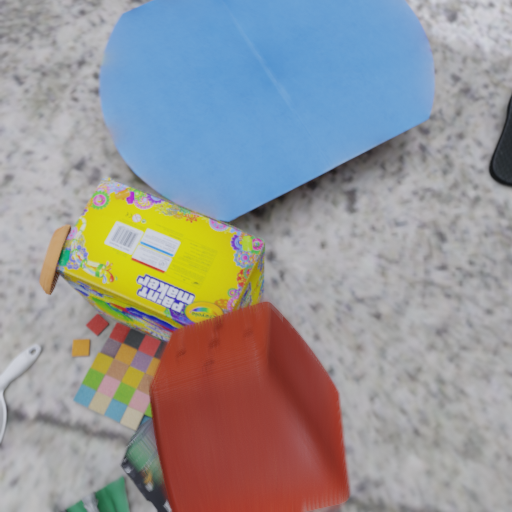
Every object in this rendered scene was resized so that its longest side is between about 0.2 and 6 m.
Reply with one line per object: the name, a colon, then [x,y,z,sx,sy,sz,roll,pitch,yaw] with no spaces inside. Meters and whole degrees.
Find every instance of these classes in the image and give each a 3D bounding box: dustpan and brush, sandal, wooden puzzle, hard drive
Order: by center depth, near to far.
hard drive: [-1.337,3.069,7.808,0.328,1.732,1.210,-33,72,-34]
dustpan and brush: [-4.371,2.318,8.747,1.710,0.701,2.450,42,81,6]
wooden puzzle: [-1.998,1.972,9.051,2.413,0.170,1.431,22,71,8]
sandal: [5.097,-2.502,10.612,0.992,0.632,2.640,27,84,9]

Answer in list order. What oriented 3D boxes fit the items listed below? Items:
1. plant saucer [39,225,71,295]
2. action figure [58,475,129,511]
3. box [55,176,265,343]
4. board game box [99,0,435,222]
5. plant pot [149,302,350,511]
plant saucer: [-2.765,0.039,7.681,0.187,0.998,0.998,16,69,-13]
action figure: [-2.013,4.682,7.769,1.566,0.725,2.652,-28,75,-13]
box: [-1.275,0.369,8.471,2.481,2.390,1.514,22,71,9]
board game box: [0.141,-3.185,10.444,5.915,1.152,4.674,-28,73,-8]
plant pot: [-0.167,1.641,6.327,1.899,1.901,1.675,-18,109,11]
